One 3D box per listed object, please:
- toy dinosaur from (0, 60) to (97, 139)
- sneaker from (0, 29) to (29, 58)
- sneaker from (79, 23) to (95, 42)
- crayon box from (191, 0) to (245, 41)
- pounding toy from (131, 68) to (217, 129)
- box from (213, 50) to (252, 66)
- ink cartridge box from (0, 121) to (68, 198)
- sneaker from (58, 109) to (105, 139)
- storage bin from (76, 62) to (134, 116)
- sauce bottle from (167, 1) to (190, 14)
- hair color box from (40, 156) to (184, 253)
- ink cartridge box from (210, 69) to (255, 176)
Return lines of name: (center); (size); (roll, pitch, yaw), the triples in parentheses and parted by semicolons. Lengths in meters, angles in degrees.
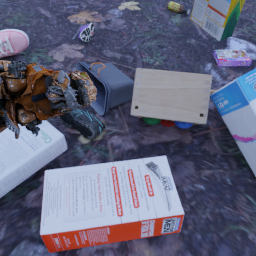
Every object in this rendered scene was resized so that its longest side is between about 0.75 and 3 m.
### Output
toy dinosaur: (-1.347, -0.276, 2.882); (2.020, 1.032, 1.371); (-15, 18, 34)
sneaker: (-4.873, -2.731, 10.013); (2.570, 0.967, 1.344); (-10, 44, -3)
sneaker: (-1.795, -3.937, 11.667); (0.559, 0.541, 1.341); (-6, 34, 16)
crayon box: (2.781, -4.038, 8.394); (0.600, 2.328, 1.464); (-25, 57, -20)
pounding toy: (1.679, -0.607, 7.519); (2.837, 1.298, 2.492); (7, 1, 8)
box: (3.846, -2.604, 10.390); (1.189, 0.232, 0.813); (-1, 45, -1)
ink cartridge box: (-3.369, 0.404, 6.423); (2.865, 0.582, 2.859); (-36, 54, -29)
sneaker: (-1.340, -0.239, 7.857); (1.581, 0.596, 0.627); (34, 41, 21)
storage bin: (-0.678, -1.405, 8.587); (1.173, 1.271, 1.747); (-20, 47, -33)
sauce bottle: (2.429, -5.781, 13.507); (1.190, 0.385, 0.385); (32, 53, 29)
hair color box: (-0.345, 1.514, 5.795); (2.648, 0.847, 1.469); (-7, 45, -5)
ink cartridge box: (3.395, -0.149, 6.479); (1.840, 1.078, 2.546); (-27, 85, -24)
